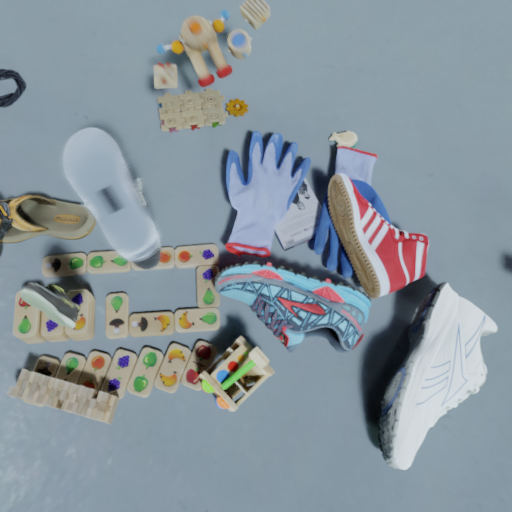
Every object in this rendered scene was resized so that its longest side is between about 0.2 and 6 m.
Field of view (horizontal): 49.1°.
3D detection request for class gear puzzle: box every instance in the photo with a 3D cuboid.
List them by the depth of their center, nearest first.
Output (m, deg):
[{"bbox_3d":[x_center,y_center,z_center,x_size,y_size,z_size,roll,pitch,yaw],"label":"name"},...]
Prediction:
[{"bbox_3d":[-1.194,-3.316,12.794,2.055,0.269,1.064,-9,67,-7],"label":"gear puzzle"}]

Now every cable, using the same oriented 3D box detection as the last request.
[{"bbox_3d":[-5.952,-3.854,12.957,1.191,0.302,0.972,-7,69,-3],"label":"cable"}]

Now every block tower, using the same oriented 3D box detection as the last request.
[{"bbox_3d":[-3.478,2.544,10.156,1.855,0.501,0.536,13,68,4],"label":"block tower"}]

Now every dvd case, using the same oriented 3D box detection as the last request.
[{"bbox_3d":[0.778,-0.969,11.864,1.144,0.188,1.523,-23,71,-9],"label":"dvd case"}]

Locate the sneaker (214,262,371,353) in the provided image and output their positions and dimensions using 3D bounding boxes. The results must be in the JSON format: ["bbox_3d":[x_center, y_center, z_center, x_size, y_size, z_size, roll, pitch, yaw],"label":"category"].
[{"bbox_3d":[0.596,1.036,10.541,3.025,1.200,1.445,13,71,5],"label":"sneaker"}]

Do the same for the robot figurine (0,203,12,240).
[{"bbox_3d":[-5.565,-0.371,11.187,1.271,0.510,1.753,9,87,17],"label":"robot figurine"}]

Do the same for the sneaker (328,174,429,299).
[{"bbox_3d":[2.432,-0.542,11.025,1.432,0.907,2.547,-16,79,-17],"label":"sneaker"}]

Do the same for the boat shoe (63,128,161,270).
[{"bbox_3d":[-2.392,-0.984,9.624,1.035,0.957,2.803,-34,67,-9],"label":"boat shoe"}]

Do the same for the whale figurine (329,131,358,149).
[{"bbox_3d":[1.956,-2.556,12.475,0.647,0.336,0.515,19,66,33],"label":"whale figurine"}]

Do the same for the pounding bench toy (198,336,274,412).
[{"bbox_3d":[-0.382,2.123,9.903,1.104,1.416,0.880,-42,84,-17],"label":"pounding bench toy"}]

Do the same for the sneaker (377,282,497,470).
[{"bbox_3d":[3.296,2.205,10.058,1.544,1.321,3.545,27,71,5],"label":"sneaker"}]

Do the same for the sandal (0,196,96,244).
[{"bbox_3d":[-4.584,-0.816,11.513,2.525,0.682,1.014,1,68,6],"label":"sandal"}]

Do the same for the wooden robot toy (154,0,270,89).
[{"bbox_3d":[-0.867,-3.918,10.235,2.608,1.183,1.149,-28,90,2],"label":"wooden robot toy"}]

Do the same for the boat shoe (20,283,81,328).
[{"bbox_3d":[-3.381,0.741,9.298,0.537,1.507,0.454,15,67,14],"label":"boat shoe"}]

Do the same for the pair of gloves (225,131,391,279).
[{"bbox_3d":[1.114,-1.113,11.668,3.716,0.423,2.987,12,71,-3],"label":"pair of gloves"}]

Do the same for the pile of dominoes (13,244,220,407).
[{"bbox_3d":[-2.606,1.199,10.778,3.877,0.617,3.022,-4,68,-1],"label":"pile of dominoes"}]
